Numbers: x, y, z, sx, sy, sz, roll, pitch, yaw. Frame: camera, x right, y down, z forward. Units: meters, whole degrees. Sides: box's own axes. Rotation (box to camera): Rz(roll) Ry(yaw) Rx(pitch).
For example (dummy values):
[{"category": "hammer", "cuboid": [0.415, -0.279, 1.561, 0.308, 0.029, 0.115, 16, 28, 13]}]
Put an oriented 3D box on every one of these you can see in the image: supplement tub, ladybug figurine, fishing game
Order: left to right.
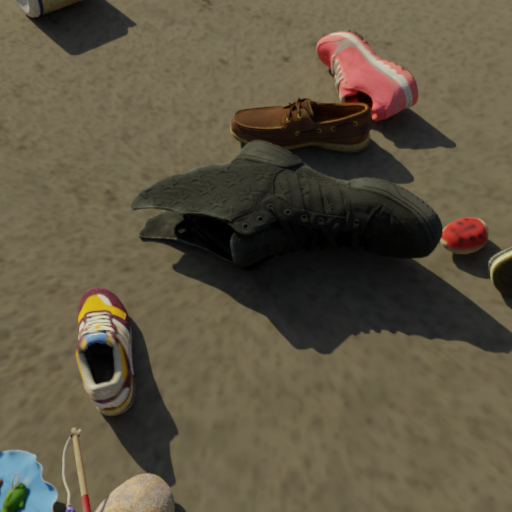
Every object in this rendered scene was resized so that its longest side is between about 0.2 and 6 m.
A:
[{"category": "fishing game", "cuboid": [-2.848, 2.757, 5.754, 2.406, 0.374, 1.723, -27, 44, -2]}, {"category": "supplement tub", "cuboid": [-4.455, -6.095, 12.273, 1.700, 1.228, 1.228, -33, 60, -23]}, {"category": "ladybug figurine", "cuboid": [3.131, -0.327, 8.367, 0.832, 0.299, 0.565, -23, 61, -20]}]

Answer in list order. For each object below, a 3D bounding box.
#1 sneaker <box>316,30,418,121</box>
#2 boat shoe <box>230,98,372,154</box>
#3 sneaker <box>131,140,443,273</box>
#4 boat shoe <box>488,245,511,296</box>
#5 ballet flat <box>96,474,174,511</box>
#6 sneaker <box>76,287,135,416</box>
[{"category": "sneaker", "cuboid": [1.809, -3.354, 10.417, 1.058, 0.899, 2.440, -38, 59, -12]}, {"category": "boat shoe", "cuboid": [0.780, -2.363, 9.700, 2.465, 0.833, 0.887, 3, 53, 3]}, {"category": "sneaker", "cuboid": [0.355, -0.433, 8.086, 4.077, 1.224, 2.127, 26, 57, 24]}, {"category": "boat shoe", "cuboid": [4.500, -0.125, 8.044, 2.515, 0.898, 0.826, -18, 27, 4]}, {"category": "ballet flat", "cuboid": [-1.626, 3.371, 5.295, 0.961, 0.950, 2.824, 29, 58, 4]}, {"category": "sneaker", "cuboid": [-1.941, 1.041, 7.126, 0.692, 0.832, 1.847, -16, 56, -10]}]
